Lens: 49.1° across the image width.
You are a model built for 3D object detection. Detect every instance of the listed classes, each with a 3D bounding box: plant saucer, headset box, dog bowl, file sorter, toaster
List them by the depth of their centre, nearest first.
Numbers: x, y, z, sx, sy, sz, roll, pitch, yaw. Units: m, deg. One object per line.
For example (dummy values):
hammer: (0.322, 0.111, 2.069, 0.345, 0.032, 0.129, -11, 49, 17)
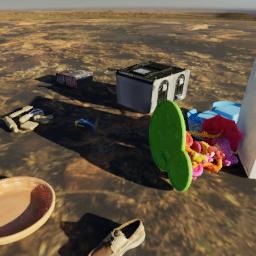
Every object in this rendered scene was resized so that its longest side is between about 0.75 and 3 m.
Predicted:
plant saucer: (-2.592, 1.791, 6.123, 1.976, 0.370, 1.976, 0, 28, 0)
file sorter: (4.252, -0.318, 7.514, 1.830, 2.939, 2.039, 7, 29, 3)
dog bowl: (3.235, -0.261, 9.882, 2.638, 0.654, 1.470, -18, 32, -31)
toaster: (0.903, -1.855, 12.013, 2.403, 1.577, 2.658, -24, 35, -39)
headset box: (-2.707, -2.578, 14.503, 1.639, 0.633, 1.220, 16, 31, 32)

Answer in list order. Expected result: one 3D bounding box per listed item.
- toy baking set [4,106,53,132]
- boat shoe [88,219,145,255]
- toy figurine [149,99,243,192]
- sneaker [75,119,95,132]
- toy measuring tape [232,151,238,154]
toy baking set: (-3.778, -0.334, 10.529, 1.597, 0.242, 2.080, -18, 31, -37)
boat shoe: (-0.226, 2.138, 5.303, 1.327, 0.476, 0.502, -24, 35, -38)
toy figurine: (2.137, 0.448, 7.712, 2.380, 1.941, 2.586, 0, 47, -20)
sneaker: (-1.476, -0.127, 9.972, 0.907, 0.335, 0.373, 20, 32, 33)
toy measuring tape: (3.646, 0.625, 8.471, 0.983, 0.362, 0.362, -1, 27, -1)
